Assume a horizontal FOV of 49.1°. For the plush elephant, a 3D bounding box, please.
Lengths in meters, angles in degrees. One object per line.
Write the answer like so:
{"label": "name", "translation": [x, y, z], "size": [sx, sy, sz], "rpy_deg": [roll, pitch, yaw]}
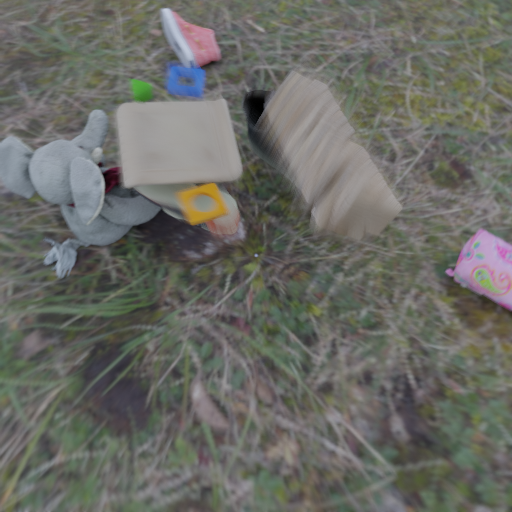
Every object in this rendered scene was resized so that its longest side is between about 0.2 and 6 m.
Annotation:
{"label": "plush elephant", "translation": [-2.727, -1.254, 8.893], "size": [2.245, 2.111, 2.726], "rpy_deg": [22, 60, 14]}

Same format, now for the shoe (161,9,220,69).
{"label": "shoe", "translation": [-1.405, -4.709, 12.013], "size": [0.778, 0.611, 1.711], "rpy_deg": [-21, 65, -14]}

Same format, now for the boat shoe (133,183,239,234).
{"label": "boat shoe", "translation": [-1.124, -0.888, 8.578], "size": [1.916, 0.599, 0.682], "rpy_deg": [25, 70, 13]}

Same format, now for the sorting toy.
{"label": "sorting toy", "translation": [-1.157, -1.614, 8.272], "size": [1.668, 0.403, 2.962], "rpy_deg": [-7, 61, -10]}

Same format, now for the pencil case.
{"label": "pencil case", "translation": [4.082, 0.501, 8.529], "size": [2.205, 0.964, 0.964], "rpy_deg": [35, 64, 21]}

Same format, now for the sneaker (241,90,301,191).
{"label": "sneaker", "translation": [0.823, -1.674, 9.101], "size": [2.572, 1.366, 0.962], "rpy_deg": [31, 85, 16]}

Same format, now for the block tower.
{"label": "block tower", "translation": [0.879, -1.375, 7.324], "size": [0.782, 0.730, 2.704], "rpy_deg": [16, 38, -33]}
